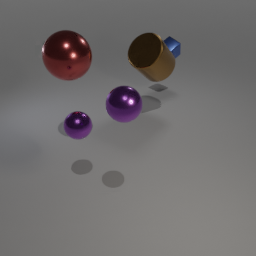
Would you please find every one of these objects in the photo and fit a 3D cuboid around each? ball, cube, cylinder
[{"bbox_3d":[-1.230,-0.065,6.888,0.700,0.700,0.700,0,31,0],"label":"ball"},{"bbox_3d":[-1.721,-2.050,7.976,1.400,1.400,1.400,0,31,0],"label":"ball"},{"bbox_3d":[1.847,-3.485,12.447,0.700,0.700,0.700,-40,63,-13],"label":"cube"},{"bbox_3d":[0.906,-2.620,10.531,1.400,1.400,1.400,20,-1,30],"label":"cylinder"},{"bbox_3d":[-0.074,-0.448,5.285,0.700,0.700,0.700,0,31,0],"label":"ball"}]
